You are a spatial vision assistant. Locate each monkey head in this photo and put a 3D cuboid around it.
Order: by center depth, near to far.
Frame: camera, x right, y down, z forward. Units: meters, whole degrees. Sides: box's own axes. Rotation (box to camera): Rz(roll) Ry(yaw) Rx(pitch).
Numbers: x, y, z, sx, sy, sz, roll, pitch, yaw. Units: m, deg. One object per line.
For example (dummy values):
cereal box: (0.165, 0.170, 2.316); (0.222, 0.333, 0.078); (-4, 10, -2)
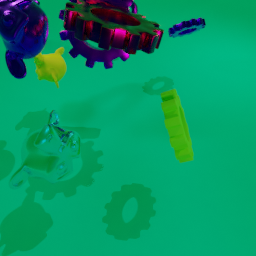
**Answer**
monkey head: (-1.548, 0.346, 5.169); (1.055, 1.259, 1.751); (12, 63, 24)
monkey head: (-2.376, -2.083, 5.696); (1.434, 1.202, 1.994); (4, 72, -1)
monkey head: (-2.190, -1.807, 7.889); (0.839, 1.001, 1.391); (1, 64, -1)

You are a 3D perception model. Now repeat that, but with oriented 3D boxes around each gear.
gear: (0.975, -0.046, 5.480); (0.261, 1.410, 1.410); (-15, 41, 16)
gear: (-0.291, -2.113, 5.783); (2.014, 0.373, 2.014); (12, 33, -8)
gear: (-0.684, -2.495, 6.956); (1.987, 1.987, 0.367); (0, 24, 0)
gear: (1.928, -3.282, 9.207); (1.196, 0.221, 1.196); (-13, 4, 1)

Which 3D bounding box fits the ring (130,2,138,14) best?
ring: (-0.214, -4.504, 11.006); (1.269, 0.254, 1.269); (-8, 68, 20)
